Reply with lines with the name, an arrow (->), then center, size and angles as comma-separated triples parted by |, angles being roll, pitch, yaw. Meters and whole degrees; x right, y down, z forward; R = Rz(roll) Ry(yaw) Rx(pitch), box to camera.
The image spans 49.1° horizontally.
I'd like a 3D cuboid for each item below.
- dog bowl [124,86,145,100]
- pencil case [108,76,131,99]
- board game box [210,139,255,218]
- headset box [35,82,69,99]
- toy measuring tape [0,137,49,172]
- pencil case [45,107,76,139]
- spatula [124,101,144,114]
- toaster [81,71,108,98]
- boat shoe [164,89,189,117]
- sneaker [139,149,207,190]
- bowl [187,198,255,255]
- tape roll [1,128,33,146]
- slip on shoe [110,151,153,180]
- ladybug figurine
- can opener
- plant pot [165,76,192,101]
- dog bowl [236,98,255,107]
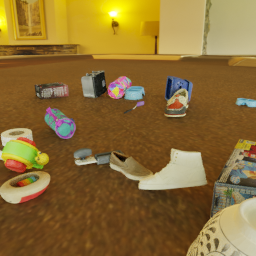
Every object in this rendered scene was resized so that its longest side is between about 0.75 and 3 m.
dog bowl -> 0.371, -1.921, 15.165 | 0.955, 0.425, 1.713 | 4, 18, 13
pencil case -> -0.423, -2.278, 15.429 | 0.993, 0.993, 2.247 | 3, 18, 9
board game box -> 3.231, 1.160, 5.420 | 2.570, 0.793, 2.571 | 12, 21, 28
headset box -> -4.066, -2.049, 15.195 | 1.665, 0.643, 1.239 | -12, 22, -27
toy measuring tape -> -3.062, 0.592, 6.991 | 2.356, 0.867, 0.867 | 6, 20, 18
pencil case -> -2.335, -0.197, 9.533 | 0.692, 0.751, 1.625 | -42, 31, -12
spatula -> 0.257, -0.876, 12.069 | 1.043, 0.295, 0.107 | -32, 66, -19
toaster -> -1.772, -2.327, 15.121 | 0.838, 1.413, 1.277 | 6, 27, 26
boat shoe -> 2.160, -1.080, 12.105 | 0.896, 0.788, 2.518 | 9, 22, 20
sneaker -> 0.881, 0.856, 5.922 | 1.417, 0.819, 0.522 | -9, -5, 11
bowl -> 1.894, 1.618, 3.706 | 2.197, 1.031, 2.197 | 0, 19, 0
tape roll -> -3.456, 0.296, 8.735 | 0.910, 0.318, 0.910 | 0, 19, 0
slip on shoe -> 0.050, 0.903, 6.825 | 0.485, 0.386, 1.276 | -17, 25, -41
ladybug figurine -> -2.096, 1.238, 5.824 | 0.734, 0.389, 1.082 | 16, 25, 40
can opener -> -0.747, 0.701, 7.332 | 1.330, 0.445, 0.355 | -8, 20, -23
plant pot -> 2.532, -1.907, 13.991 | 1.091, 1.214, 1.214 | 4, 18, -6
dog bowl -> 5.659, -1.227, 13.381 | 0.990, 0.245, 0.552 | 16, 25, 40
